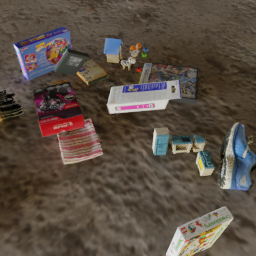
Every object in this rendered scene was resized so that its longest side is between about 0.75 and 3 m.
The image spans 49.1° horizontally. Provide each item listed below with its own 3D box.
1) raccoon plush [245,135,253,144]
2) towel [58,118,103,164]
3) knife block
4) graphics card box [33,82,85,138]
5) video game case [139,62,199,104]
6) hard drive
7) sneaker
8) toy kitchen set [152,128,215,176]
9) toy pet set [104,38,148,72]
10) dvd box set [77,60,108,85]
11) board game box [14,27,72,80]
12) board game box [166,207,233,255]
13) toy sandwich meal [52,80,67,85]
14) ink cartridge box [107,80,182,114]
[{"bbox_3d":[4.096,0.339,10.072,0.528,0.381,0.788,-25,51,-32],"label":"raccoon plush"},{"bbox_3d":[-1.789,0.393,10.052,1.397,0.286,1.909,-13,48,-13],"label":"towel"},{"bbox_3d":[-5.278,-0.563,10.798,2.197,1.928,0.703,-45,45,20],"label":"knife block"},{"bbox_3d":[-2.713,-0.795,10.781,1.571,0.637,2.505,-15,41,-13],"label":"graphics card box"},{"bbox_3d":[1.805,-2.052,12.324,2.531,0.323,2.287,8,47,8],"label":"video game case"},{"bbox_3d":[-1.845,-2.108,9.110,0.743,1.065,0.175,4,61,-38],"label":"hard drive"},{"bbox_3d":[3.668,0.946,9.190,1.130,0.996,2.536,15,57,5],"label":"sneaker"},{"bbox_3d":[1.793,0.794,9.156,1.754,1.033,1.405,-4,47,-3],"label":"toy kitchen set"},{"bbox_3d":[-0.071,-3.812,13.459,1.914,1.089,2.050,8,47,7],"label":"toy pet set"},{"bbox_3d":[-1.741,-2.574,12.894,1.062,0.213,1.452,-28,52,-24],"label":"dvd box set"},{"bbox_3d":[-3.706,-3.377,12.676,2.418,1.626,0.541,-30,53,-26],"label":"board game box"},{"bbox_3d":[1.650,2.654,6.753,1.250,1.980,0.343,-18,53,-16],"label":"board game box"},{"bbox_3d":[-2.941,-1.844,12.163,0.797,0.273,0.797,0,47,0],"label":"toy sandwich meal"},{"bbox_3d":[0.529,-1.005,8.878,2.277,0.422,1.078,-6,38,12],"label":"ink cartridge box"}]
